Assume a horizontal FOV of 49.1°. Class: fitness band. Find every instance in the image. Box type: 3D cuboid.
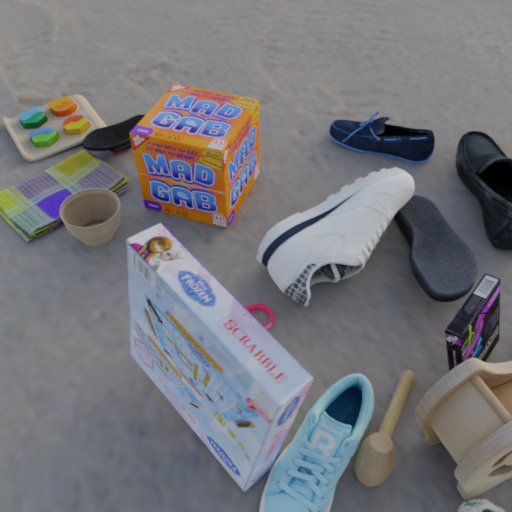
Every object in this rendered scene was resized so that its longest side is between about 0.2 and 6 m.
[{"bbox_3d":[-0.057,1.082,9.278,0.771,0.144,0.554,-28,50,-25],"label":"fitness band"}]

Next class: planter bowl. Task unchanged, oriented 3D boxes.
[{"bbox_3d":[-3.034,-0.648,10.467,1.081,0.728,1.081,0,47,0],"label":"planter bowl"}]

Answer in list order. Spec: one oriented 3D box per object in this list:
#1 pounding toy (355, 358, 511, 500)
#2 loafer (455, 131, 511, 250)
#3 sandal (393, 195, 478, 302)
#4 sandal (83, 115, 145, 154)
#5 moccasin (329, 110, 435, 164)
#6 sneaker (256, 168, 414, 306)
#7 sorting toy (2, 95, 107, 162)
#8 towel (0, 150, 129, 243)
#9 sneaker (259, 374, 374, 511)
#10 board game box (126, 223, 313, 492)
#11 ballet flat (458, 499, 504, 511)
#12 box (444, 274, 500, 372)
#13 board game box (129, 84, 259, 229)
[{"bbox_3d":[2.889,1.764,7.364,3.507,2.005,2.012,-18,50,-17],"label":"pounding toy"},{"bbox_3d":[4.754,-1.532,11.006,1.088,1.125,3.205,0,47,0],"label":"loafer"},{"bbox_3d":[3.183,-0.118,10.139,1.096,0.617,2.883,2,37,-1],"label":"sandal"},{"bbox_3d":[-2.995,-2.644,12.581,0.786,0.472,2.094,28,38,17],"label":"sandal"},{"bbox_3d":[2.792,-2.758,12.368,2.326,0.793,0.936,13,49,12],"label":"moccasin"},{"bbox_3d":[1.669,-0.367,9.995,3.348,1.279,1.348,-32,63,-16],"label":"sneaker"},{"bbox_3d":[-4.633,-3.053,12.936,2.016,0.368,1.866,-25,52,-22],"label":"sorting toy"},{"bbox_3d":[-3.985,-1.322,11.402,2.383,0.271,1.711,-35,57,-28],"label":"towel"},{"bbox_3d":[0.784,2.533,7.293,0.928,1.029,2.511,21,52,21],"label":"sneaker"},{"bbox_3d":[-0.649,1.362,7.071,0.547,2.651,2.657,-31,63,-31],"label":"board game box"},{"bbox_3d":[3.303,3.733,6.415,0.812,0.812,2.264,-34,57,-28],"label":"ballet flat"},{"bbox_3d":[3.171,1.150,8.125,0.280,1.550,1.108,26,63,37],"label":"box"},{"bbox_3d":[-1.090,-1.959,10.922,1.825,1.825,1.826,15,49,14],"label":"board game box"}]
